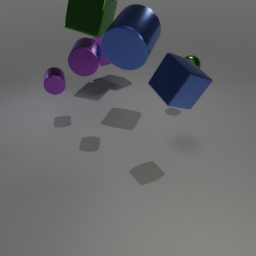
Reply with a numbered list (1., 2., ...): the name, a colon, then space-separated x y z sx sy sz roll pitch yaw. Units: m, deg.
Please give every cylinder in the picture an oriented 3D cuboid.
1. cylinder: -0.995 -1.661 6.531 0.700 0.700 0.700 0 35 0
2. cylinder: -2.460 -1.584 9.406 0.700 0.700 0.700 -6 37 -10
3. cylinder: 0.120 -2.657 8.219 1.400 1.400 1.400 11 49 18

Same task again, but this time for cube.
1. cube: -1.386 -4.315 10.593 1.400 1.400 1.400 19 22 8
2. cube: -0.618 -3.899 13.305 1.400 1.400 1.400 -29 15 -40
3. cube: 0.945 -0.845 5.135 0.700 0.700 0.700 4 40 -43

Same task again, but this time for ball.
1. ball: 2.211 -2.209 9.897 0.700 0.700 0.700 0 30 0
